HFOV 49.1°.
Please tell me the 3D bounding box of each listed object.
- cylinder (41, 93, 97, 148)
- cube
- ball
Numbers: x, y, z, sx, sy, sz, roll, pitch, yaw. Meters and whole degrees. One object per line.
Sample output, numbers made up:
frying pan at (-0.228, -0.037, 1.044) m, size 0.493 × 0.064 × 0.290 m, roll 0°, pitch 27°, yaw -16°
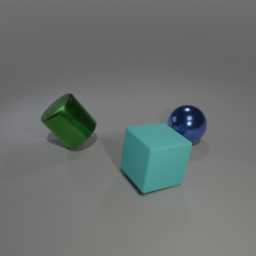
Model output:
cylinder at (-2.048, -0.249, 9.776) m, size 1.400 × 1.400 × 1.400 m, roll -30°, pitch 29°, yaw 18°
cube at (0.769, 0.810, 8.162) m, size 1.400 × 1.400 × 1.400 m, roll -6°, pitch 28°, yaw -29°
ball at (2.125, -0.134, 10.101) m, size 1.400 × 1.400 × 1.400 m, roll 0°, pitch 29°, yaw 0°
